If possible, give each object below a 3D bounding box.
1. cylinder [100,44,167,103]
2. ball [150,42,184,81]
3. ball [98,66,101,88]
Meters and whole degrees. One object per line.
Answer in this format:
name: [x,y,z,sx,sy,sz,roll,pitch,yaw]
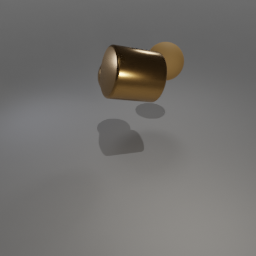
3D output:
cylinder: [0.112,-1.437,7.567,1.400,1.400,1.400,2,28,-24]
ball: [1.362,-2.452,10.351,1.400,1.400,1.400,0,31,0]
ball: [-0.280,-1.644,9.039,1.400,1.400,1.400,0,31,0]
